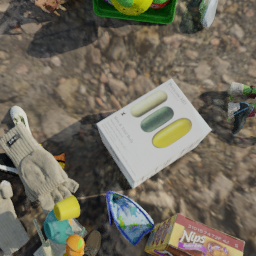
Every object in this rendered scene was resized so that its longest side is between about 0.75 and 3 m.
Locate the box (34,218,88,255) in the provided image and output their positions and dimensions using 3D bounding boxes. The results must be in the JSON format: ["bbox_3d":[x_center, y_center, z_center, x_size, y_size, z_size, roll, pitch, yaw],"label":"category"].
[{"bbox_3d":[-1.803,3.125,7.593,1.328,0.516,0.631,-44,71,-12],"label":"box"}]

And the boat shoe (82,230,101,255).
[{"bbox_3d":[-1.039,3.375,7.623,0.401,0.363,1.125,18,73,6],"label":"boat shoe"}]

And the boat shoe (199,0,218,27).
[{"bbox_3d":[2.837,-4.299,10.007,0.541,0.627,1.743,11,66,25],"label":"boat shoe"}]

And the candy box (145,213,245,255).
[{"bbox_3d":[1.368,2.774,6.506,1.473,2.526,0.713,23,61,4],"label":"candy box"}]

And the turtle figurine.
[{"bbox_3d":[4.387,-0.604,8.603,2.424,2.500,1.799,5,95,22],"label":"turtle figurine"}]

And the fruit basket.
[{"bbox_3d":[0.196,-4.326,9.054,3.079,2.221,3.079,1,58,-2],"label":"fruit basket"}]

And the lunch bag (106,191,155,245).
[{"bbox_3d":[-0.067,2.315,7.505,0.926,1.235,1.453,-38,77,-12],"label":"lunch bag"}]

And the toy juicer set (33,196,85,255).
[{"bbox_3d":[-1.580,2.633,6.791,0.642,2.360,1.501,-11,70,-39],"label":"toy juicer set"}]

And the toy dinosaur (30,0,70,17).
[{"bbox_3d":[-2.287,-4.983,9.888,2.945,1.264,1.996,-27,81,-20],"label":"toy dinosaur"}]

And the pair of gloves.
[{"bbox_3d":[-3.082,1.690,7.714,2.534,0.522,2.980,46,99,9],"label":"pair of gloves"}]

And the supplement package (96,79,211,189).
[{"bbox_3d":[0.649,0.227,7.868,2.370,1.785,1.799,-32,75,-9],"label":"supplement package"}]

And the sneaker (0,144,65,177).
[{"bbox_3d":[-2.984,0.911,8.215,2.323,0.812,1.045,14,70,-1],"label":"sneaker"}]

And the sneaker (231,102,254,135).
[{"bbox_3d":[2.938,-0.255,7.399,0.374,0.334,0.912,30,106,22],"label":"sneaker"}]

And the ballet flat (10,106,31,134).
[{"bbox_3d":[-3.370,-0.208,8.734,0.441,0.441,1.271,-25,74,-8],"label":"ballet flat"}]
